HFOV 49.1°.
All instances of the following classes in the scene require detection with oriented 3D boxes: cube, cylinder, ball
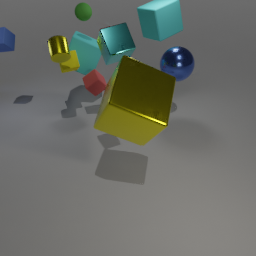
[{"bbox_3d":[1.470,-4.960,12.757,1.400,1.400,1.400,-31,37,-18],"label":"cube"},{"bbox_3d":[-5.023,-3.508,11.170,0.700,0.700,0.700,-2,-9,13],"label":"cube"},{"bbox_3d":[0.146,-0.600,6.786,1.400,1.400,1.400,21,62,-12],"label":"cube"},{"bbox_3d":[-2.425,-2.768,9.873,0.700,0.700,0.700,-13,-12,-3],"label":"cylinder"},{"bbox_3d":[-0.310,-2.105,7.062,0.700,0.700,0.700,-21,-2,-15],"label":"cube"},{"bbox_3d":[-1.401,-1.927,11.919,0.700,0.700,0.700,-33,54,15],"label":"cube"},{"bbox_3d":[-2.454,-2.728,11.545,0.700,0.700,0.700,-16,5,-17],"label":"cube"},{"bbox_3d":[1.999,-2.599,11.410,1.400,1.400,1.400,0,31,0],"label":"ball"},{"bbox_3d":[-2.009,-3.359,12.719,1.400,1.400,1.400,21,24,-14],"label":"cube"},{"bbox_3d":[-1.817,-4.721,11.393,0.700,0.700,0.700,0,31,0],"label":"ball"}]
